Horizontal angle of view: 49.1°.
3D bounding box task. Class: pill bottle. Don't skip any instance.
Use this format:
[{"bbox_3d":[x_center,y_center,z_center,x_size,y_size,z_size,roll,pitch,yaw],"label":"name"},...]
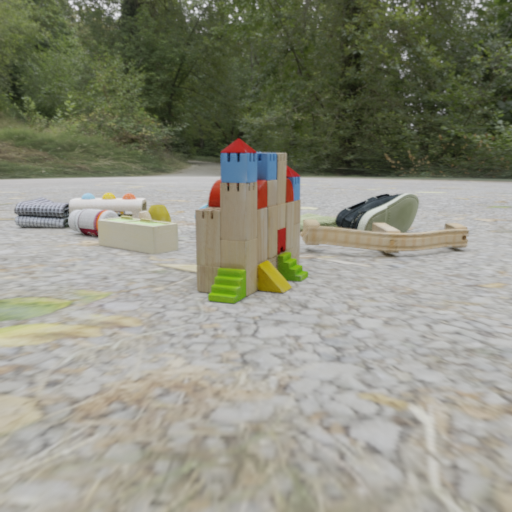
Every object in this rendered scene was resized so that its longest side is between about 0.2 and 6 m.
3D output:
[{"bbox_3d":[-4.013,-0.823,13.815,1.206,0.660,0.660,6,12,31],"label":"pill bottle"}]

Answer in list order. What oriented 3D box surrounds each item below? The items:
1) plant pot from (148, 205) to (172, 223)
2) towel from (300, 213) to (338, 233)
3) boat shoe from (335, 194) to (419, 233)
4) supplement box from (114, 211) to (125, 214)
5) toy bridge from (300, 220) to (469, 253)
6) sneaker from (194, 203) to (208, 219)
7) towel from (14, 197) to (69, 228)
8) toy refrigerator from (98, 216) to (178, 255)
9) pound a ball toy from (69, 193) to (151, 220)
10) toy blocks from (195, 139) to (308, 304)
[{"bbox_3d":[-2.818,-1.181,16.106,0.773,0.549,0.773,1,10,0],"label":"plant pot"},{"bbox_3d":[1.344,-0.868,14.962,1.878,0.343,1.393,-10,15,-43],"label":"towel"},{"bbox_3d":[2.896,-0.962,13.361,0.999,1.126,3.012,22,31,34],"label":"boat shoe"},{"bbox_3d":[-4.302,-1.276,17.122,0.565,0.370,0.292,-1,10,-2],"label":"supplement box"},{"bbox_3d":[2.633,-0.387,11.423,3.498,0.476,1.176,1,13,-4],"label":"toy bridge"},{"bbox_3d":[-0.992,-1.074,13.598,2.058,0.818,1.343,0,-4,37],"label":"sneaker"},{"bbox_3d":[-5.808,-1.234,15.866,1.429,0.738,1.725,1,10,2],"label":"towel"},{"bbox_3d":[-2.550,-0.483,12.002,1.844,0.645,0.700,8,13,39],"label":"toy refrigerator"},{"bbox_3d":[-3.837,-1.193,15.029,2.265,0.962,1.477,0,10,-1],"label":"pound a ball toy"},{"bbox_3d":[-0.034,-0.713,8.928,1.602,2.191,3.206,4,11,22],"label":"toy blocks"}]
